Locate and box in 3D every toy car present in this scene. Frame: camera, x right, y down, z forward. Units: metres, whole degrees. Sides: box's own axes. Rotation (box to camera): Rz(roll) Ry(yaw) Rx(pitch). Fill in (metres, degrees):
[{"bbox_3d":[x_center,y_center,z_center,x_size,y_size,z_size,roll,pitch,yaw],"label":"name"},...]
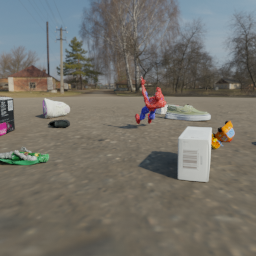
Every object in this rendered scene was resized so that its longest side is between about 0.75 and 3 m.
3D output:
[{"bbox_3d":[2.600,0.367,8.077,0.533,0.786,1.602,47,46,13],"label":"toy car"}]

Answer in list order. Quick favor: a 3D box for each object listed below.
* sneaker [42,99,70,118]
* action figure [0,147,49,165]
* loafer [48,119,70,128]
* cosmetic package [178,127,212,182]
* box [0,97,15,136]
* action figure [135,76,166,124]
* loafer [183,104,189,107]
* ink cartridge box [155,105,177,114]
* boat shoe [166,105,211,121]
[{"bbox_3d":[-3.981,-1.138,15.619,1.386,1.042,2.783,-1,8,-7],"label":"sneaker"},{"bbox_3d":[-2.333,0.611,6.067,1.275,0.349,0.753,4,5,2],"label":"action figure"},{"bbox_3d":[-2.780,-0.149,11.280,1.047,0.355,0.367,0,11,32],"label":"loafer"},{"bbox_3d":[1.352,0.449,5.528,0.577,0.792,1.557,3,10,19],"label":"cosmetic package"},{"bbox_3d":[-4.825,-0.410,9.697,1.110,1.279,1.935,0,8,-3],"label":"box"},{"bbox_3d":[0.824,-1.094,10.864,0.868,1.317,2.661,-4,-12,-11],"label":"action figure"},{"bbox_3d":[2.951,-1.007,16.065,0.742,0.650,2.063,6,10,38],"label":"loafer"},{"bbox_3d":[2.467,-1.178,17.698,1.246,0.526,0.902,-3,9,-19],"label":"ink cartridge box"},{"bbox_3d":[2.955,-0.781,14.123,2.430,0.754,0.875,6,10,36],"label":"boat shoe"}]
